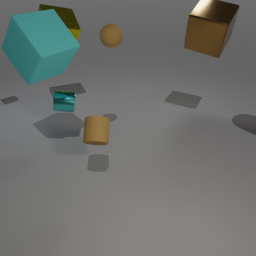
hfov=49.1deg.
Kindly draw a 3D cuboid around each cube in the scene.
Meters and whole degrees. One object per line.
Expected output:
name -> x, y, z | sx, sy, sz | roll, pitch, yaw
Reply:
cube -> -2.552, -2.361, 8.180 | 1.400, 1.400, 1.400 | -34, 86, -43
cube -> -2.973, -4.055, 11.690 | 1.400, 1.400, 1.400 | -5, 57, -32
cube -> 3.037, -3.694, 10.292 | 1.400, 1.400, 1.400 | 23, 57, 19

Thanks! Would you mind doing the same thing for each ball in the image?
ball -> -0.506, -2.802, 8.512 | 0.700, 0.700, 0.700 | 0, 30, 0

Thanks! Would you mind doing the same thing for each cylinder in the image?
cylinder -> -0.863, 0.081, 7.713 | 0.700, 0.700, 0.700 | 2, -13, 0
cylinder -> -2.159, -0.903, 9.516 | 0.700, 0.700, 0.700 | 4, 29, -12
